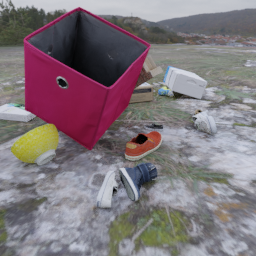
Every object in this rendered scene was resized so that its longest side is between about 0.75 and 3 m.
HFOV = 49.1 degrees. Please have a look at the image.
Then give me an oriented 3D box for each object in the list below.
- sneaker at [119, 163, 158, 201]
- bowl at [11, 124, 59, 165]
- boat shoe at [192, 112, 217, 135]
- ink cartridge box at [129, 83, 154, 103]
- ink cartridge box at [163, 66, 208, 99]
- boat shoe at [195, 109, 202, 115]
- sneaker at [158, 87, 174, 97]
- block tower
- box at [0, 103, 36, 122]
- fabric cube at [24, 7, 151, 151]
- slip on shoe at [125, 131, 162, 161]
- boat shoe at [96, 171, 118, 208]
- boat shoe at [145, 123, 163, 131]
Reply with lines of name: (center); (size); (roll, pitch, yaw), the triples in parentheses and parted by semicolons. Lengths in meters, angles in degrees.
sneaker: (0.376, 1.357, 7.355); (1.005, 0.529, 1.390); (-8, 21, -12)
bowl: (-2.680, 0.643, 8.550); (1.513, 1.513, 0.814); (-25, 75, -47)
boat shoe: (2.998, -0.131, 11.154); (0.656, 0.722, 1.963); (-14, 12, 6)
ink cartridge box: (0.094, -2.109, 15.714); (1.907, 0.869, 2.315); (-10, 22, -20)
ink cartridge box: (3.281, -2.717, 16.427); (1.836, 1.070, 2.540); (14, 19, -9)
boat shoe: (3.312, -0.720, 12.944); (0.339, 0.307, 0.951); (1, 21, 1)
sneaker: (2.138, -2.012, 16.214); (0.644, 0.464, 1.226); (-23, 25, -10)
block tower: (0.012, -1.862, 11.208); (2.886, 0.834, 0.779); (-24, 9, 45)
box: (-5.104, -0.748, 12.947); (1.980, 0.360, 1.429); (6, 23, 13)
fabric cube: (-1.450, -1.663, 9.441); (2.910, 2.957, 2.966); (31, 48, 6)
slip on shoe: (0.584, 0.456, 9.533); (0.761, 0.629, 2.054); (12, 23, 32)
boat shoe: (-0.439, 1.530, 7.058); (0.417, 0.456, 1.268); (10, 23, 8)
boat shoe: (1.054, -0.063, 11.339); (0.783, 0.259, 0.274); (9, 23, 22)
